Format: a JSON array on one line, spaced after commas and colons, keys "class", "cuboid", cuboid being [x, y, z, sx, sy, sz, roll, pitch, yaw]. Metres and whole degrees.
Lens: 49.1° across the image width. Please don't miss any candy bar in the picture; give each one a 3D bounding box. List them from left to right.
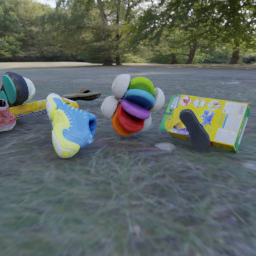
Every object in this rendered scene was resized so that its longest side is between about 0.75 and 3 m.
[{"class": "candy bar", "cuboid": [-2.646, -0.525, 8.138, 2.953, 0.327, 0.736, -5, -17, 34]}]

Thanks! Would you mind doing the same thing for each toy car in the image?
[{"class": "toy car", "cuboid": [0.124, -0.468, 6.815, 1.332, 1.522, 1.142, 23, 28, -16]}]

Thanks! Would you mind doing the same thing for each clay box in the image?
[{"class": "clay box", "cuboid": [1.751, -0.163, 6.592, 1.844, 1.059, 0.439, 14, -19, 36]}]

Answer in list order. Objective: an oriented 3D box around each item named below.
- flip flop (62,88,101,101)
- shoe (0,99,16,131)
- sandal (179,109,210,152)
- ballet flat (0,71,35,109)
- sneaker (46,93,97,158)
[{"class": "flip flop", "cuboid": [-1.897, -1.390, 11.480, 1.593, 0.459, 0.646, -5, -13, -6]}, {"class": "shoe", "cuboid": [-3.406, -0.393, 7.516, 0.643, 0.819, 1.800, 35, 10, -1]}, {"class": "sandal", "cuboid": [1.422, 0.034, 5.819, 0.402, 1.058, 0.226, -17, 25, 29]}, {"class": "ballet flat", "cuboid": [-3.447, -1.114, 8.683, 1.012, 1.012, 2.770, -10, -7, -34]}, {"class": "sneaker", "cuboid": [-1.213, -0.163, 6.197, 0.982, 0.708, 1.869, -17, 51, -7]}]
